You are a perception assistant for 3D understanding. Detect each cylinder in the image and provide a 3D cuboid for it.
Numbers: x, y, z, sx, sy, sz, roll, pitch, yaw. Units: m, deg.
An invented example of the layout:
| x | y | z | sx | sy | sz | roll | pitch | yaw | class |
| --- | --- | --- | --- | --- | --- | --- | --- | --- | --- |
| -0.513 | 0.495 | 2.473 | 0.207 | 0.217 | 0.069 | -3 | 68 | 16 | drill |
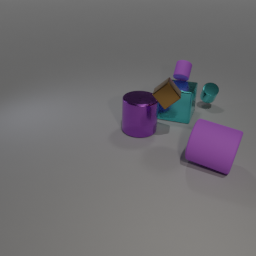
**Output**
| x | y | z | sx | sy | sz | roll | pitch | yaw | class |
| --- | --- | --- | --- | --- | --- | --- | --- | --- | --- |
| 0.467 | -0.560 | 10.966 | 1.400 | 1.400 | 1.400 | 2 | 30 | -1 | cylinder |
| 2.701 | 0.561 | 8.828 | 1.400 | 1.400 | 1.400 | 20 | 34 | 22 | cylinder |
| 3.718 | -1.600 | 12.802 | 0.700 | 0.700 | 0.700 | 0 | 65 | 0 | cylinder |
| 2.407 | -2.520 | 12.330 | 0.700 | 0.700 | 0.700 | 16 | -11 | 3 | cylinder |

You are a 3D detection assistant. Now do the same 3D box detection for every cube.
| x | y | z | sx | sy | sz | roll | pitch | yaw | class |
| --- | --- | --- | --- | --- | --- | --- | --- | --- | --- |
| 1.360 | -1.208 | 9.728 | 0.700 | 0.700 | 0.700 | -36 | 14 | 24 | cube |
| 2.152 | -1.191 | 12.162 | 1.400 | 1.400 | 1.400 | 10 | 30 | 18 | cube |
